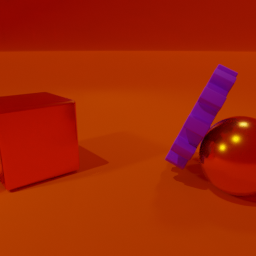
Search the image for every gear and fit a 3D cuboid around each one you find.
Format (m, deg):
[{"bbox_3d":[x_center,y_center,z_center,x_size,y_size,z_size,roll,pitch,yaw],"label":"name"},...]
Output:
[{"bbox_3d":[1.282,-0.176,4.989,0.350,1.894,1.894,30,24,10],"label":"gear"}]

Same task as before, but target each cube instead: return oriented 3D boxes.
[{"bbox_3d":[-1.855,0.131,5.272,1.363,1.363,1.363,-13,20,-36],"label":"cube"}]

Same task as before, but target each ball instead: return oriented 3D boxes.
[{"bbox_3d":[1.783,0.439,4.471,1.262,1.262,1.262,0,17,0],"label":"ball"}]
